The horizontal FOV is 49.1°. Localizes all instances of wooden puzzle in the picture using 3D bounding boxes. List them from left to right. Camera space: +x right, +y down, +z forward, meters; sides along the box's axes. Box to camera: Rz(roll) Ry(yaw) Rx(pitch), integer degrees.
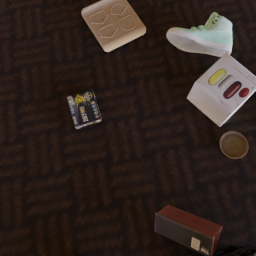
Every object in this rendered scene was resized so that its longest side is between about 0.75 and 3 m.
[{"bbox_3d":[-0.561,-4.083,10.920,1.860,0.465,2.008,-29,79,-9],"label":"wooden puzzle"}]

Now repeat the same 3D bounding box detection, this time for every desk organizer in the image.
[{"bbox_3d":[1.687,2.861,7.950,1.783,0.687,0.640,13,110,38],"label":"desk organizer"}]

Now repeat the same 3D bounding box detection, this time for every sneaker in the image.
[{"bbox_3d":[2.701,-3.649,10.488,2.493,0.918,1.471,12,77,-6],"label":"sneaker"}]

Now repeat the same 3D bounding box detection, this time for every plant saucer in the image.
[{"bbox_3d":[3.575,0.582,9.509,0.973,0.143,0.973,0,71,-1],"label":"plant saucer"}]

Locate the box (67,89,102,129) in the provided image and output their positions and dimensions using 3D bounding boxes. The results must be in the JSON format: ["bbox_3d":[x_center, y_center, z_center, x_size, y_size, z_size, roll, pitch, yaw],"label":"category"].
[{"bbox_3d":[-1.535,-0.671,9.844,0.967,0.295,1.200,-17,73,-3],"label":"box"}]

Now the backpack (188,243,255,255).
[{"bbox_3d":[2.573,4.115,7.270,2.338,2.454,1.891,-30,80,-15],"label":"backpack"}]

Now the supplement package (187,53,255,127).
[{"bbox_3d":[3.237,-1.287,9.553,1.658,1.219,1.585,-43,77,-14],"label":"supplement package"}]
